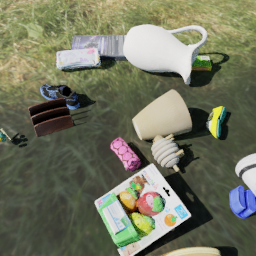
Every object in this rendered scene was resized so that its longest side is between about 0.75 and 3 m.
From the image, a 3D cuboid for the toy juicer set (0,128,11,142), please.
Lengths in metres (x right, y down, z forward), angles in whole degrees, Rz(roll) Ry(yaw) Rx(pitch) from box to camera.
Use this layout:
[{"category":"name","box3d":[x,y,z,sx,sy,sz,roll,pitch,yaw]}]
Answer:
[{"category":"toy juicer set","box3d":[-3.771,0.202,8.229,0.206,0.758,0.482,-34,91,0]}]

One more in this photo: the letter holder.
[{"category":"letter holder","box3d":[-2.399,-0.365,8.738,1.190,0.846,0.598,-18,47,-17]}]

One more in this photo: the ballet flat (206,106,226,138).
[{"category":"ballet flat","box3d":[2.760,-0.180,8.894,0.490,0.489,1.463,-1,38,31]}]

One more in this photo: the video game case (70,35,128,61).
[{"category":"video game case","box3d":[-1.163,-3.574,12.395,2.682,0.254,1.916,-2,45,0]}]

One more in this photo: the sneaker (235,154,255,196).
[{"category":"sneaker","box3d":[4.248,1.300,6.994,2.683,1.008,1.542,-9,46,-2]}]

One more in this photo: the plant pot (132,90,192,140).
[{"category":"plant pot","box3d":[0.928,-0.246,8.424,1.467,1.374,1.374,-23,48,-5]}]

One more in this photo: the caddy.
[{"category":"caddy","box3d":[2.788,1.819,6.874,0.550,0.409,0.778,25,45,-8]}]

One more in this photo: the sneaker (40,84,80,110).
[{"category":"sneaker","box3d":[-2.403,-1.270,9.767,1.729,0.674,0.606,24,50,22]}]

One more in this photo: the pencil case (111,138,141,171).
[{"category":"pencil case","box3d":[-0.098,0.740,7.929,0.484,0.469,1.033,-31,50,-13]}]

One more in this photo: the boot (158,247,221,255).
[{"category":"boot","box3d":[0.962,3.207,5.198,2.117,0.770,1.645,-9,45,-7]}]

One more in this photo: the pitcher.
[{"category":"pitcher","box3d":[1.449,-3.176,10.787,2.779,1.685,2.384,23,74,16]}]

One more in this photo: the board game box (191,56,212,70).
[{"category":"board game box","box3d":[2.509,-2.676,11.492,1.694,0.254,0.809,3,45,1]}]

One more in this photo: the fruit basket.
[{"category":"fruit basket","box3d":[0.251,1.805,6.360,1.727,0.809,1.599,-35,53,-1]}]

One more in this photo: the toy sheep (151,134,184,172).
[{"category":"toy sheep","box3d":[1.088,0.686,7.748,0.808,0.808,1.173,-20,59,-19]}]

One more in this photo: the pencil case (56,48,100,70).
[{"category":"pencil case","box3d":[-1.964,-2.730,11.210,1.746,0.726,0.792,-5,66,-6]}]
